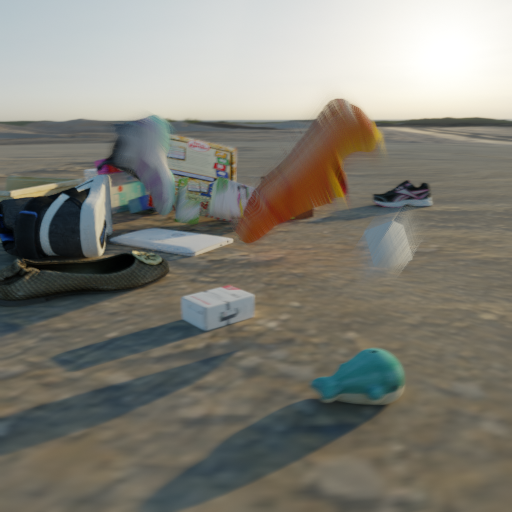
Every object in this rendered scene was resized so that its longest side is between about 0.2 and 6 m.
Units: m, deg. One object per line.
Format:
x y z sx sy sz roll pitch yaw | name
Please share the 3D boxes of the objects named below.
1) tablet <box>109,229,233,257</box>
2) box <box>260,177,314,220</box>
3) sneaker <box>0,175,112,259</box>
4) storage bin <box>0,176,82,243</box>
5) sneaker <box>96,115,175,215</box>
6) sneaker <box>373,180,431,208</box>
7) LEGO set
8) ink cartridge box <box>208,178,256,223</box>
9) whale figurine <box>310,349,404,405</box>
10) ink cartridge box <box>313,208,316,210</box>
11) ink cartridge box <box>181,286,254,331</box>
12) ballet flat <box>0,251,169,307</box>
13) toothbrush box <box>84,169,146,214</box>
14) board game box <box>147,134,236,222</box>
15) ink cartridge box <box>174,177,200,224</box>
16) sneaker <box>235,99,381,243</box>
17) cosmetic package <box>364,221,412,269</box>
-1.656 -0.307 10.922 2.095 0.143 1.363 9 17 30 | tablet
0.739 -1.458 13.753 0.794 0.949 1.277 -9 17 -31 | box
-3.806 -0.837 10.639 1.946 1.271 3.478 -2 15 -9 | sneaker
-5.328 -1.068 12.042 2.237 1.056 2.253 5 16 18 | storage bin
-2.499 -1.759 11.475 1.480 2.115 0.822 -14 26 -22 | sneaker
3.956 -1.716 15.266 1.643 0.709 0.660 -2 13 -7 | sneaker
-1.922 -2.065 14.670 1.690 1.571 4.119 -11 6 34 | LEGO set
-0.443 -1.167 12.136 1.032 0.747 0.433 13 -19 -18 | ink cartridge box
0.903 1.065 4.960 0.829 0.430 0.660 -4 15 -18 | whale figurine
1.291 -1.539 15.211 0.669 0.385 1.143 1 14 4 | ink cartridge box
-0.472 0.631 6.896 0.747 0.317 0.544 -10 17 -38 | ink cartridge box
-2.421 0.206 8.006 2.510 0.582 0.846 -8 17 -30 | ballet flat
-3.607 -1.719 14.450 0.651 1.117 1.526 10 17 33 | toothbrush box
-1.492 -1.987 13.681 1.977 0.604 2.609 11 38 -10 | board game box
-1.460 -1.175 11.967 0.359 0.947 0.700 6 2 -23 | ink cartridge box
0.683 -1.024 8.709 1.160 3.007 1.097 40 40 -7 | sneaker
1.724 -0.137 7.310 0.410 0.497 0.410 -22 -17 30 | cosmetic package
